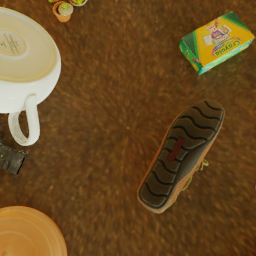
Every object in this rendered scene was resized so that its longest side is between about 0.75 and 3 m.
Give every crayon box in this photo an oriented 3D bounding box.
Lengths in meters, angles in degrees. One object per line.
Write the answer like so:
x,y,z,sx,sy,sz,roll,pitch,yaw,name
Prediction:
2.357,-2.292,7.525,1.694,0.493,1.006,-31,76,-8,crayon box

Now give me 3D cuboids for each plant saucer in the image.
-2.569,2.960,6.057,2.452,0.396,2.452,0,74,0,plant saucer

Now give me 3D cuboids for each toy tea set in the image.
-1.849,-4.066,7.907,1.240,0.772,2.085,-21,75,-6,toy tea set

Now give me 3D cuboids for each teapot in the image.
-2.953,-1.282,6.562,2.638,1.952,2.672,25,48,-18,teapot

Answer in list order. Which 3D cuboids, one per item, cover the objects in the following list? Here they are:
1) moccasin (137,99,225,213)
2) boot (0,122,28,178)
1.298,0.637,6.459,1.068,1.127,2.921,24,78,21,moccasin
-2.927,0.511,6.801,1.044,0.415,1.199,14,82,1,boot
